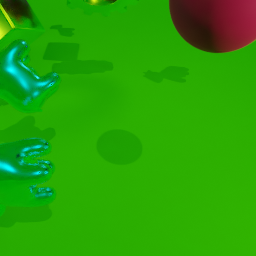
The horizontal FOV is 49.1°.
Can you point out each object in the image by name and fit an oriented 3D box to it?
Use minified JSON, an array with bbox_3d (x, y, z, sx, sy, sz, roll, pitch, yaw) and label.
[{"bbox_3d":[-2.992,-2.463,6.537,1.239,1.239,1.239,-29,7,22],"label":"cube"},{"bbox_3d":[-0.723,-3.518,6.952,2.094,2.094,0.387,0,81,0],"label":"gear"},{"bbox_3d":[-1.738,0.725,3.747,1.490,1.514,0.831,-4,58,-12],"label":"cow figurine"},{"bbox_3d":[1.016,-1.396,3.012,1.143,1.143,1.143,0,44,0],"label":"ball"},{"bbox_3d":[-2.319,-0.785,5.007,1.748,0.959,1.720,45,70,-8],"label":"cow figurine"}]
